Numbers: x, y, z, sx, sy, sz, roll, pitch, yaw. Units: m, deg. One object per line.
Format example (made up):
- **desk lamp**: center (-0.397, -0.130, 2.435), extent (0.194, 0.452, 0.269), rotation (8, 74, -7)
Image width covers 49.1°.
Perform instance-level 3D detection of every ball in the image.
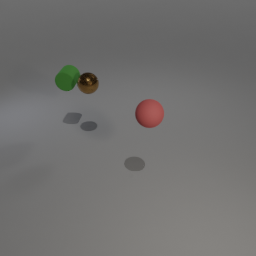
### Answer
- **ball**: center (-1.294, -1.449, 9.082), extent (0.700, 0.700, 0.700), rotation (0, 31, 0)
- **ball**: center (0.520, -0.349, 6.770), extent (0.700, 0.700, 0.700), rotation (0, 31, 0)

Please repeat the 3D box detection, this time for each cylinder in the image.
- **cylinder**: center (-2.090, -1.739, 9.729), extent (0.700, 0.700, 0.700), rotation (4, 35, 7)
